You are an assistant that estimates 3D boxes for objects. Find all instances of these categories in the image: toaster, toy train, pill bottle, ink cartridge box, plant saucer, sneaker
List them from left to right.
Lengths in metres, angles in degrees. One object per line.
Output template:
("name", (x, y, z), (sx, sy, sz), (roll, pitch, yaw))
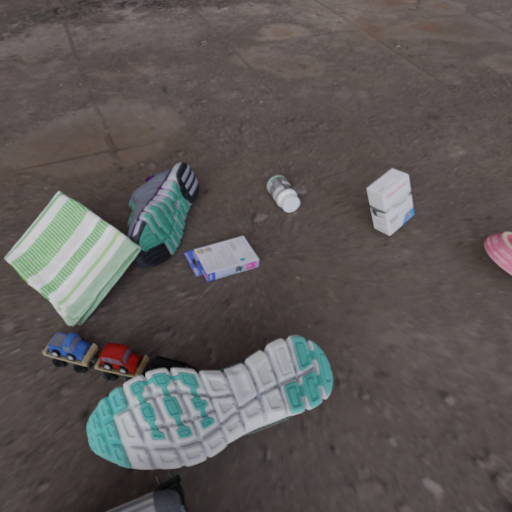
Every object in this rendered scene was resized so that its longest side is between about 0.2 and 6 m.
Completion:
("toaster", (-1.381, 3.791, 4.956), (2.265, 1.993, 3.507), (-15, 48, -12))
("toy train", (-2.049, 1.593, 8.345), (2.554, 0.585, 0.436), (10, 44, 11))
("sneaker", (-2.055, -0.711, 10.784), (1.219, 1.036, 2.785), (-9, 36, 24))
("sneaker", (-0.567, 2.027, 7.248), (3.135, 1.430, 1.216), (-9, 65, -22))
("ink cartridge box", (-0.636, 0.068, 10.240), (1.209, 0.254, 0.722), (-15, 45, -20))
("pill bottle", (0.566, -1.269, 11.528), (0.449, 0.449, 0.795), (-15, 46, -16))
("ink cartridge box", (2.505, -1.003, 10.414), (0.721, 0.997, 0.420), (-38, 43, -18))
("plant saucer", (4.633, 0.004, 9.733), (1.312, 0.333, 1.312), (18, 33, -12))

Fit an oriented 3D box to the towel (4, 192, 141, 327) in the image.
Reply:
("towel", (-3.273, -0.011, 9.759), (2.266, 0.265, 1.728), (33, 82, 30))
